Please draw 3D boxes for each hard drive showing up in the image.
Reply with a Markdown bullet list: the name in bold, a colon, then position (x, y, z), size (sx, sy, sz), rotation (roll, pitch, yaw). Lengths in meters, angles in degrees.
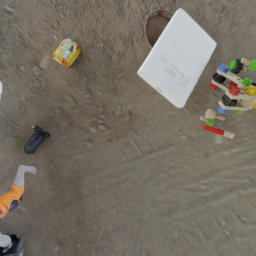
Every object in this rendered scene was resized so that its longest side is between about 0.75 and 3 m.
- **hard drive**: position (1.535, -2.092, 8.348), size (1.665, 0.332, 2.525), rotation (37, 70, -18)

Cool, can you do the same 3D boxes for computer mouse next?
- **computer mouse**: position (-2.832, 0.384, 8.441), size (0.605, 0.230, 0.874), rotation (33, 81, 5)

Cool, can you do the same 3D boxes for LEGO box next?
- **LEGO box**: position (-1.941, -2.394, 8.927), size (0.578, 0.299, 0.776), rotation (33, 81, 6)

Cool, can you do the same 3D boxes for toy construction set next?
- **toy construction set**: position (3.266, -0.732, 8.129), size (1.657, 1.798, 2.156), rotation (18, 100, -9)

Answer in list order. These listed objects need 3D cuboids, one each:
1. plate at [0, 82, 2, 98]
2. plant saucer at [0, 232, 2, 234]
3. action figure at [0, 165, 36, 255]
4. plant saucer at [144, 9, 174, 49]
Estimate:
- **plate**: position (-4.000, -0.334, 7.586), size (0.277, 1.716, 1.713), rotation (26, 109, -6)
- **plant saucer**: position (-4.215, 3.690, 7.759), size (2.105, 0.362, 2.105), rotation (0, 79, 0)
- **action figure**: position (-3.895, 2.195, 6.926), size (2.927, 1.531, 2.831), rotation (-5, 42, 12)
- **plant saucer**: position (1.130, -2.909, 8.777), size (1.562, 0.269, 1.562), rotation (3, 83, -28)
